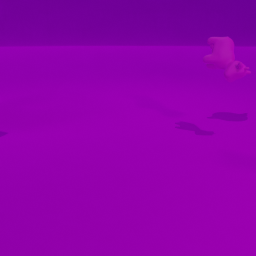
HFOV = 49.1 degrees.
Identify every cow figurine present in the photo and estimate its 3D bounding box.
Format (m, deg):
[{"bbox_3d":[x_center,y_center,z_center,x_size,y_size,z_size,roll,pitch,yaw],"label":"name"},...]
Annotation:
[{"bbox_3d":[2.029,-1.414,5.678,0.941,0.957,0.525,9,-9,34],"label":"cow figurine"}]
